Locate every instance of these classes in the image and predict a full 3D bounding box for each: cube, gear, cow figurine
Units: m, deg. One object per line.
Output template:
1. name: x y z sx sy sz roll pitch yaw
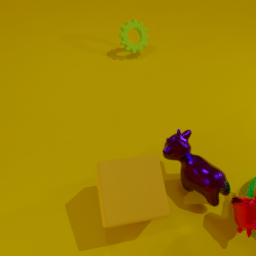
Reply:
1. cube: 0.022 1.182 5.172 1.087 1.087 1.087 -7 72 -10
2. gear: 0.198 -3.088 9.462 1.063 1.063 0.197 -24 18 -22
3. cow figurine: 2.622 1.430 5.165 1.354 0.743 1.332 21 81 -8
4. cow figurine: 1.351 0.760 5.676 0.786 1.409 1.432 -38 37 -17

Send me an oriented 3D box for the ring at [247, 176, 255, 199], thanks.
1. ring: 3.399 1.607 5.578 1.970 0.394 1.970 -1 47 2
